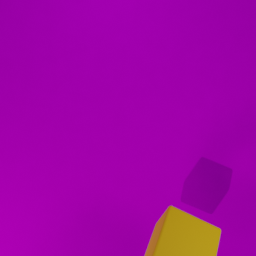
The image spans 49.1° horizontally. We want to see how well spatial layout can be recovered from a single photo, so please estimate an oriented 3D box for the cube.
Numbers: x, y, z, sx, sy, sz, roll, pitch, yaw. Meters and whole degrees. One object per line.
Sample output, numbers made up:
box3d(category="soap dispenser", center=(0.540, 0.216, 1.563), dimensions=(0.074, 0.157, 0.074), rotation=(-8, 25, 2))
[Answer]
box3d(category="cube", center=(0.918, 2.180, 4.991), dimensions=(0.988, 0.988, 0.988), rotation=(24, 52, 6))
